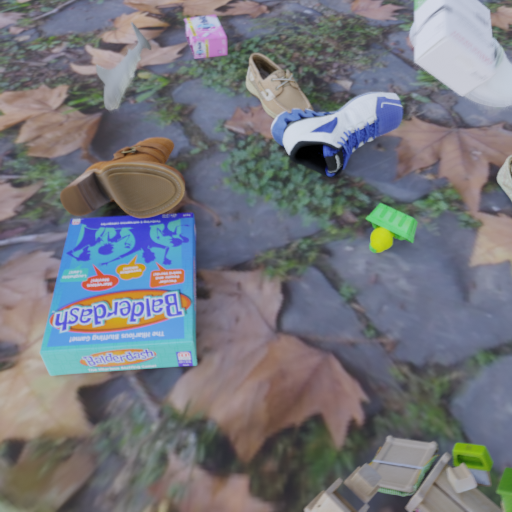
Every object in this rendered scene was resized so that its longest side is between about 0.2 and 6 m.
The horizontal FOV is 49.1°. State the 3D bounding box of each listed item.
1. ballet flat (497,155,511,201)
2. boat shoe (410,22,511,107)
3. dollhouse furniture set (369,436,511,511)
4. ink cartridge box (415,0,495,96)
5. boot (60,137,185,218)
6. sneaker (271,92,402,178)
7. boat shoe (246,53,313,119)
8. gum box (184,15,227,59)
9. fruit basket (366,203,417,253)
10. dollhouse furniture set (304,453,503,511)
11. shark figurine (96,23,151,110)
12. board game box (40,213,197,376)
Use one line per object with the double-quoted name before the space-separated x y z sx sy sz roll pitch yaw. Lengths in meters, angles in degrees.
"ballet flat" 5.501 -1.155 11.106 0.785 0.726 2.328 -10 46 -9
"boat shoe" 3.484 -3.076 8.875 2.268 0.834 0.757 22 -2 -19
"dollhouse furniture set" 2.380 2.923 7.030 1.930 0.745 0.965 -6 18 39
"ink cartridge box" 2.704 -3.023 7.683 0.989 0.571 1.354 25 57 -24
"boot" -2.138 -1.630 10.957 2.911 1.116 2.260 -9 26 35
"sneaker" 1.880 -2.505 12.280 2.866 1.158 1.655 -12 50 -2
"boat shoe" 0.523 -4.182 13.982 0.965 0.873 2.706 -24 50 -22
"gum box" -1.506 -6.476 16.464 0.963 0.561 1.696 -10 46 -10
"fruit basket" 2.483 -0.431 10.590 0.973 0.702 0.973 -4 81 25
"dollhouse furniture set" 2.016 3.332 6.823 2.184 1.251 2.561 40 35 24
"shark figurine" -2.287 -3.093 9.240 0.612 1.467 0.877 28 16 -15
"board game box" -2.162 0.516 9.486 2.290 0.677 3.011 -4 46 -4
